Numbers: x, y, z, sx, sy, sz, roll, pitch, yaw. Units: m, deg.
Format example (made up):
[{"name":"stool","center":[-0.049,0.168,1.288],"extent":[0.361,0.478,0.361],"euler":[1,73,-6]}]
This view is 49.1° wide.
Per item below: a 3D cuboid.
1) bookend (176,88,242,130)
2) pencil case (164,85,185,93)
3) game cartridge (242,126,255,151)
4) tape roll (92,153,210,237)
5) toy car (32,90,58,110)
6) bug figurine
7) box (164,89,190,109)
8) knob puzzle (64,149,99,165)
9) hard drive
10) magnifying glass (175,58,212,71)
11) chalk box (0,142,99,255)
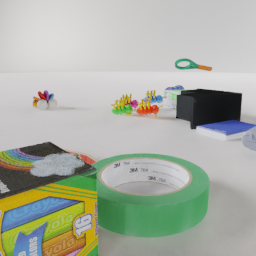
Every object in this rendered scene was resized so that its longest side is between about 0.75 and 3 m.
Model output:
[{"name":"bookend","center":[2.659,-0.849,10.921],"extent":[2.397,1.104,2.382],"euler":[-9,16,-28]},{"name":"pencil case","center":[2.787,-2.189,16.921],"extent":[0.804,0.723,1.852],"euler":[29,25,21]},{"name":"game cartridge","center":[4.669,0.385,7.329],"extent":[2.722,0.556,1.812],"euler":[13,23,40]},{"name":"tape roll","center":[0.288,1.011,4.808],"extent":[2.131,0.512,2.131],"euler":[1,14,0]},{"name":"toy car","center":[-4.013,-1.377,13.466],"extent":[1.166,0.875,1.021],"euler":[-11,17,-37]},{"name":"bug figurine","center":[0.507,-1.032,12.398],"extent":[2.262,0.750,2.917],"euler":[-3,17,13]},{"name":"box","center":[2.765,-1.368,13.614],"extent":[1.477,0.810,1.674],"euler":[-3,15,-18]},{"name":"knob puzzle","center":[-1.556,0.755,6.236],"extent":[2.164,0.300,2.164],"euler":[0,14,0]},{"name":"hard drive","center":[3.328,0.033,9.209],"extent":[1.798,0.228,1.186],"euler":[-9,17,-32]},{"name":"magnifying glass","center":[2.625,-2.474,11.195],"extent":[1.602,0.179,0.638],"euler":[4,-20,-17]},{"name":"chalk box","center":[-1.508,1.073,3.036],"extent":[2.066,1.281,1.290],"euler":[-13,20,-38]}]
